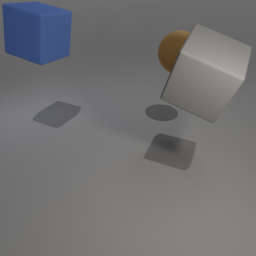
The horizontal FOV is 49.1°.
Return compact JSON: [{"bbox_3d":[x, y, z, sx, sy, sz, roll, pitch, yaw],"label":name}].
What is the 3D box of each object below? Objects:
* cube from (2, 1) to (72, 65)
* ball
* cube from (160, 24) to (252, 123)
[{"bbox_3d":[-2.686,-2.884,8.414,1.400,1.400,1.400,22,32,17],"label":"cube"},{"bbox_3d":[1.692,-2.479,9.220,1.400,1.400,1.400,0,31,0],"label":"ball"},{"bbox_3d":[1.774,-1.261,6.466,1.400,1.400,1.400,26,49,6],"label":"cube"}]
